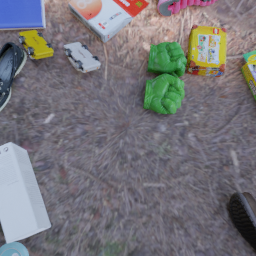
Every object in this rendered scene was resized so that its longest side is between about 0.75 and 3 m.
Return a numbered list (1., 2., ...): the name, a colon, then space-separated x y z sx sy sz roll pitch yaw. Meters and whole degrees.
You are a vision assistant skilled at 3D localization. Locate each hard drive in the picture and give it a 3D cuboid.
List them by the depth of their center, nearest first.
1. hard drive: -4.347 -4.389 9.811 2.726 0.346 1.798 -2 95 -1

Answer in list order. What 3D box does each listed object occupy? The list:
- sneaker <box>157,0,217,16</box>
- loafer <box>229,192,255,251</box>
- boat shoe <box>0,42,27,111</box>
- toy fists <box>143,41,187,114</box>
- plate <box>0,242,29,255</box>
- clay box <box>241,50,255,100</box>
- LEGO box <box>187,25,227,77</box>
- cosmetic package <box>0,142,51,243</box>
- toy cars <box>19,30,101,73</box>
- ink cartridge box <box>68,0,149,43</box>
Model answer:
1. sneaker: 2.184 -4.978 10.021 2.645 1.045 1.262 -15 64 -5
2. loafer: 3.938 2.989 7.818 1.038 1.068 2.924 -29 83 -17
3. boat shoe: -4.178 -1.632 9.069 0.978 0.868 2.617 25 76 7
4. toy fists: 1.252 -1.677 9.099 1.282 0.865 2.514 6 73 1
5. plate: -3.329 3.773 7.970 0.999 0.128 0.999 0 74 1
6. clay box: 4.731 -1.511 9.198 1.333 0.552 2.320 -18 75 -5
7. LEGO box: 2.657 -2.608 9.473 1.167 0.605 1.568 7 75 2
8. cosmetic package: -3.119 1.796 7.925 0.891 1.269 2.502 -23 75 -6
9. toy cars: -2.315 -2.445 9.389 2.998 0.664 1.344 16 46 2
10. ink cartridge box: -0.650 -4.422 10.007 2.310 0.579 1.873 -44 79 -8
